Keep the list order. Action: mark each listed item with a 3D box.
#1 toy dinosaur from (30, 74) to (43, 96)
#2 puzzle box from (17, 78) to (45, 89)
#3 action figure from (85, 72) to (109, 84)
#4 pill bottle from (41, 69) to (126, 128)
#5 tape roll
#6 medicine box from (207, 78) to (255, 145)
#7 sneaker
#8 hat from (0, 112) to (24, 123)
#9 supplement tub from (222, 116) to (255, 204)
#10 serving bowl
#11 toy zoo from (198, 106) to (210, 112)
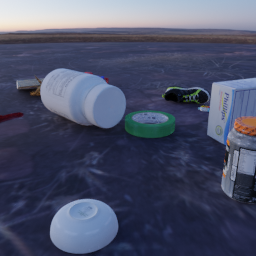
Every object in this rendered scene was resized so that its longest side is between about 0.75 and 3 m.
[{"bbox_3d":[-3.737,-1.675,12.285,1.142,0.650,2.151,-7,-8,-33],"label":"toy dinosaur"},{"bbox_3d":[-4.464,-2.107,13.319,1.564,0.299,2.350,-10,9,-22],"label":"puzzle box"},{"bbox_3d":[-1.775,-2.392,14.641,0.608,0.922,1.864,9,0,31],"label":"action figure"},{"bbox_3d":[-1.499,-0.985,9.284,1.657,1.657,2.898,-18,28,-40],"label":"pill bottle"},{"bbox_3d":[0.693,-0.153,8.889,1.579,0.379,1.579,1,21,0],"label":"tape roll"},{"bbox_3d":[3.332,-0.511,8.065,1.792,1.632,0.922,-9,22,-21],"label":"medicine box"},{"bbox_3d":[2.372,-1.235,11.580,1.985,0.712,0.822,10,40,33],"label":"sneaker"},{"bbox_3d":[-4.322,0.448,7.361,2.845,2.504,2.357,-48,45,-4],"label":"hat"},{"bbox_3d":[2.339,0.589,5.366,0.919,1.500,0.919,0,20,0],"label":"supplement tub"},{"bbox_3d":[-0.715,1.497,4.585,1.112,0.366,1.112,1,20,0],"label":"serving bowl"},{"bbox_3d":[3.123,-0.738,10.837,0.793,0.081,0.520,7,22,16],"label":"toy zoo"}]
